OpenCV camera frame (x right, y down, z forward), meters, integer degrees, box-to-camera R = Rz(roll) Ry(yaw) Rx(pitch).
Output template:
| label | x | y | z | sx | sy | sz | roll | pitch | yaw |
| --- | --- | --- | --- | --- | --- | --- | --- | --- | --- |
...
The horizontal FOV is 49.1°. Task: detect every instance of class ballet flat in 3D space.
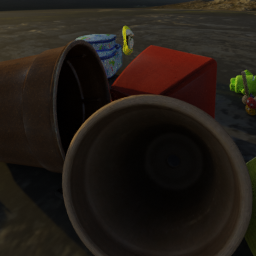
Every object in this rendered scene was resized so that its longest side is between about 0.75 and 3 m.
| label | x | y | z | sx | sy | sz | roll | pitch | yaw |
| --- | --- | --- | --- | --- | --- | --- | --- | --- | --- |
| ballet flat | 0.045 | -3.472 | 10.945 | 0.434 | 1.300 | 0.436 | 12 | -19 | -34 |

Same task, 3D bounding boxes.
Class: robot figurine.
| label | x | y | z | sx | sy | sz | roll | pitch | yaw |
| --- | --- | --- | --- | --- | --- | --- | --- | --- | --- |
| robot figurine | 4.628 | -1.699 | 10.924 | 1.188 | 0.687 | 1.042 | 6 | 65 | 26 |

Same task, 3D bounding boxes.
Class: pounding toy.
| label | x | y | z | sx | sy | sz | roll | pitch | yaw |
| --- | --- | --- | --- | --- | --- | --- | --- | --- | --- |
| pounding toy | 4.128 | -0.913 | 9.208 | 0.837 | 1.392 | 1.803 | -30 | 32 | -1 |

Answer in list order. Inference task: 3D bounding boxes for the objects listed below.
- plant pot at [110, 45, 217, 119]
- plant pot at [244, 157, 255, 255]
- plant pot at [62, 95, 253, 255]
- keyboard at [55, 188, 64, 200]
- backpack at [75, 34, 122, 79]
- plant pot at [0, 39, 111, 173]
| label | x | y | z | sx | sy | sz | roll | pitch | yaw |
| --- | --- | --- | --- | --- | --- | --- | --- | --- | --- |
| plant pot | 0.834 | -0.666 | 7.653 | 2.022 | 2.295 | 2.293 | -33 | 41 | -30 |
| plant pot | 2.609 | 1.690 | 3.498 | 2.187 | 2.187 | 2.337 | 1 | 45 | 2 |
| plant pot | 0.610 | 0.742 | 4.769 | 2.628 | 2.628 | 2.292 | 11 | 9 | 19 |
| keyboard | -0.743 | 1.603 | 5.377 | 1.705 | 0.338 | 0.888 | 18 | 10 | 32 |
| backpack | -1.517 | -3.267 | 12.784 | 2.265 | 1.819 | 2.475 | 2 | 32 | 11 |
| plant pot | -2.243 | -0.365 | 6.447 | 2.951 | 2.980 | 2.980 | 0 | 27 | 14 |
